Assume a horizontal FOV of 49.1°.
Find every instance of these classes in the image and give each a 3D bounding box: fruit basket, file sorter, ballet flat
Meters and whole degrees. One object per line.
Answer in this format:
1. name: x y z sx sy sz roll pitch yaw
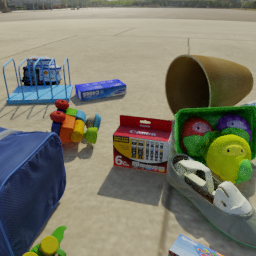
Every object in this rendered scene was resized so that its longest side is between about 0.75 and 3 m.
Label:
1. fruit basket: 2.652 0.373 8.047 2.703 1.950 2.703 -3 9 0
2. file sorter: -4.165 -2.312 13.227 2.808 1.723 1.948 -2 28 -5
3. ballet flat: 1.963 1.504 6.545 0.997 0.943 2.959 -16 31 -29

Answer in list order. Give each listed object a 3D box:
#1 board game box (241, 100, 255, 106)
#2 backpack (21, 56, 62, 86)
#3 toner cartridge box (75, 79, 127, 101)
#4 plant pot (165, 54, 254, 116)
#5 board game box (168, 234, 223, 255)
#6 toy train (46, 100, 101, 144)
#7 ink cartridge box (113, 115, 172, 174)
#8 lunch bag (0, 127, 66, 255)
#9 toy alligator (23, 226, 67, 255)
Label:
1. board game box: 5.516 -0.322 10.449 2.378 0.665 2.329 -17 32 -30
2. backpack: -4.537 -3.078 15.089 1.933 1.563 2.029 8 23 -7
3. toner cartridge box: -1.333 -1.890 13.722 2.315 0.500 1.100 -12 30 -21
4. plant pot: 3.330 -1.586 10.797 2.836 2.643 2.643 -12 29 -24
5. board game box: 1.362 2.500 5.513 1.004 0.098 0.517 18 33 32
6. toy train: -1.740 0.197 9.062 1.685 1.233 2.912 10 25 -10
7. ink cartridge box: 0.413 0.449 8.088 1.621 1.423 0.680 6 27 14
8. lunch bag: -2.734 1.279 5.892 1.853 1.902 2.800 5 27 13
9. toy alligator: -1.755 2.571 4.831 0.598 0.654 2.205 45 41 10
